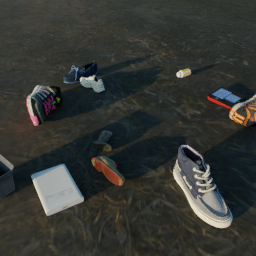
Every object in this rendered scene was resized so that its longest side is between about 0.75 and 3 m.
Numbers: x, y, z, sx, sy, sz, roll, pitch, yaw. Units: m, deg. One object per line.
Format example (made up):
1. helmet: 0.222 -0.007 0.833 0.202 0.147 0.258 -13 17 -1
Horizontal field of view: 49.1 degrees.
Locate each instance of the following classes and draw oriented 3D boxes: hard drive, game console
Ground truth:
1. hard drive: -2.226 1.864 8.725 1.127 0.217 1.709 -18 39 -24
2. game console: 4.790 -1.507 13.589 1.568 0.243 1.387 -30 44 -35

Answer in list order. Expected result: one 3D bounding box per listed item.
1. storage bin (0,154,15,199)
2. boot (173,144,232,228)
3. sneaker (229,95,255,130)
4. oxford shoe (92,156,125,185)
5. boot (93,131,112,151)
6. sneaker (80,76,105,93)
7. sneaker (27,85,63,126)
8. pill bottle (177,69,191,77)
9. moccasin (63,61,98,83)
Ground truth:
1. storage bin: -4.147 1.514 8.591 1.417 0.952 1.031 25 42 33
2. boot: 2.147 1.617 8.252 0.932 1.158 2.563 -15 37 -20
3. sneaker: 5.749 -0.655 11.857 2.675 1.037 1.498 -27 46 -18
4. oxford shoe: -0.549 1.315 9.244 0.581 0.547 1.553 -23 41 -34
5. boot: -0.820 0.476 10.707 0.832 0.332 0.915 16 31 19
6. sneaker: -1.830 -2.410 14.466 1.664 0.725 0.620 24 40 31
7. sneaker: -3.539 -1.139 12.291 1.291 1.089 2.951 -8 30 -1
8. pill bottle: 3.118 -3.065 15.696 0.767 0.400 0.400 -18 38 -24
9. moccasin: -2.666 -3.163 15.492 0.929 0.787 2.308 23 41 30
